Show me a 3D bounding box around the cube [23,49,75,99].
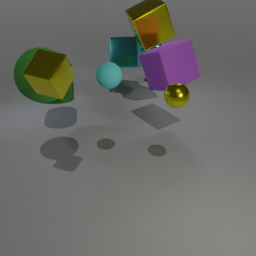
[{"bbox_3d":[-1.664,-1.149,6.008,0.700,0.700,0.700,15,65,15],"label":"cube"}]

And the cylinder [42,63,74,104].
[{"bbox_3d":[-2.791,-1.726,10.660,1.400,1.400,1.400,0,17,0],"label":"cylinder"}]

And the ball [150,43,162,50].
[{"bbox_3d":[1.508,-4.176,14.804,0.700,0.700,0.700,0,29,0],"label":"ball"}]

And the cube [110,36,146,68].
[{"bbox_3d":[0.025,-3.704,13.740,1.400,1.400,1.400,5,16,20],"label":"cube"}]

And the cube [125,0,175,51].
[{"bbox_3d":[0.894,-4.283,11.425,1.400,1.400,1.400,-26,39,4],"label":"cube"}]

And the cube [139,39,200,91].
[{"bbox_3d":[1.489,-2.239,10.092,1.400,1.400,1.400,-28,21,-21],"label":"cube"}]

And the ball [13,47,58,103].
[{"bbox_3d":[-2.193,-1.351,7.209,1.400,1.400,1.400,0,29,0],"label":"ball"}]

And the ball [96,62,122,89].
[{"bbox_3d":[-0.514,-1.409,7.508,0.700,0.700,0.700,0,29,0],"label":"ball"}]

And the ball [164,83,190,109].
[{"bbox_3d":[1.330,-0.880,7.610,0.700,0.700,0.700,0,29,0],"label":"ball"}]
